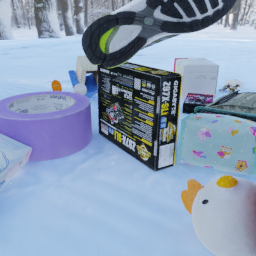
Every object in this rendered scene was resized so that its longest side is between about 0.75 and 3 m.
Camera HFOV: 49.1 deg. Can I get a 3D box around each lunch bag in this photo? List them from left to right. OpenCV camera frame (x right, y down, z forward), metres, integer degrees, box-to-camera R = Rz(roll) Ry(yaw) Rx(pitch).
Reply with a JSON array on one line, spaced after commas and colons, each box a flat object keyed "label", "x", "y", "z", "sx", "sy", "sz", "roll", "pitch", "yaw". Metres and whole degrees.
[{"label": "lunch bag", "x": 2.252, "y": 0.196, "z": 6.705, "sx": 1.738, "sy": 1.244, "sz": 2.040, "roll": 10, "pitch": 16, "yaw": 23}, {"label": "lunch bag", "x": 3.310, "y": -0.497, "z": 8.543, "sx": 1.983, "sy": 1.166, "sz": 1.626, "roll": 12, "pitch": 24, "yaw": 42}]

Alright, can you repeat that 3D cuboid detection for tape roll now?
[{"label": "tape roll", "x": -2.319, "y": -0.179, "z": 7.771, "sx": 2.619, "sy": 1.113, "sz": 2.619, "roll": 0, "pitch": 23, "yaw": 0}]

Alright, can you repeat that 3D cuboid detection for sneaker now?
[{"label": "sneaker", "x": 0.556, "y": -2.140, "z": 5.335, "sx": 2.960, "sy": 1.094, "sz": 1.198, "roll": -19, "pitch": 20, "yaw": 13}]

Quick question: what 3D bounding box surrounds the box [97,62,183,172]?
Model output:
[{"label": "box", "x": 0.122, "y": -0.483, "z": 7.091, "sx": 0.676, "sy": 2.186, "sz": 2.738, "roll": -14, "pitch": 25, "yaw": -31}]

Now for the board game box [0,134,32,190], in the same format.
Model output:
[{"label": "board game box", "x": -3.453, "y": 0.590, "z": 5.602, "sx": 2.217, "sy": 0.481, "sz": 2.206, "roll": 25, "pitch": 24, "yaw": -2}]

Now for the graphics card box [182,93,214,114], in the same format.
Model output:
[{"label": "graphics card box", "x": 2.661, "y": -0.930, "z": 10.570, "sx": 1.024, "sy": 0.415, "sz": 1.632, "roll": 8, "pitch": 24, "yaw": 17}]

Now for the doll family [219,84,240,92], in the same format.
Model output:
[{"label": "doll family", "x": 4.656, "y": -1.832, "z": 12.892, "sx": 0.972, "sy": 0.382, "sz": 0.562, "roll": 13, "pitch": 30, "yaw": 37}]

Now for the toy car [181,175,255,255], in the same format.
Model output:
[{"label": "toy car", "x": 1.655, "y": 1.077, "z": 3.712, "sx": 2.420, "sy": 2.140, "sz": 2.230, "roll": 3, "pitch": 30, "yaw": 41}]

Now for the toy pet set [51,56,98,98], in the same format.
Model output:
[{"label": "toy pet set", "x": -1.564, "y": -1.423, "z": 11.054, "sx": 2.983, "sy": 1.584, "sz": 2.785, "roll": -8, "pitch": 55, "yaw": -21}]

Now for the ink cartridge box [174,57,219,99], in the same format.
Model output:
[{"label": "ink cartridge box", "x": 2.924, "y": -2.244, "z": 12.399, "sx": 1.477, "sy": 1.470, "sz": 2.032, "roll": -1, "pitch": 22, "yaw": -2}]

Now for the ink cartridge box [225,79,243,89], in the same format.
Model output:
[{"label": "ink cartridge box", "x": 5.187, "y": -2.133, "z": 13.669, "sx": 0.573, "sy": 0.329, "sz": 0.790, "roll": -1, "pitch": 22, "yaw": -1}]
